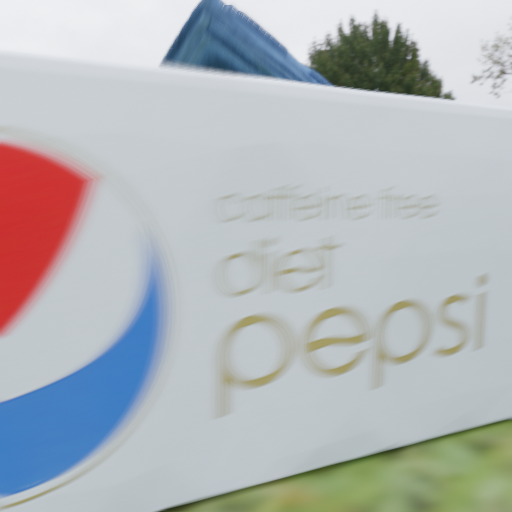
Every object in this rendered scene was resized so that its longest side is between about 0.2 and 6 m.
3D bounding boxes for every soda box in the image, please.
[{"bbox_3d":[-0.454,0.050,2.520,4.638,1.477,1.580,-2,6,-28],"label":"soda box"}]

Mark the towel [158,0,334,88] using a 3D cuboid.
[{"bbox_3d":[0.188,-2.202,8.797,3.572,0.867,1.994,34,-40,-16],"label":"towel"}]
